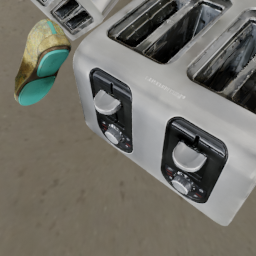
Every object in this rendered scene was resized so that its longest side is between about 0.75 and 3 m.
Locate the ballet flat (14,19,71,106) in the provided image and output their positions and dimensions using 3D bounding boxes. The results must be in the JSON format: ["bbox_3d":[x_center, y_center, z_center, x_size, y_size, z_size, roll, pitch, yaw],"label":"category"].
[{"bbox_3d":[-1.416,-0.986,4.390,0.670,1.895,0.670,13,64,-28],"label":"ballet flat"}]

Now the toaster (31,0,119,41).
[{"bbox_3d":[-1.251,-3.229,6.301,2.129,1.925,1.264,-5,52,51],"label":"toaster"}]

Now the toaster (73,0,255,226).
[{"bbox_3d":[1.036,-0.588,3.691,2.465,1.618,2.726,35,67,24],"label":"toaster"}]
